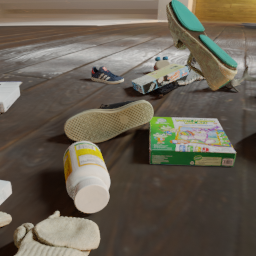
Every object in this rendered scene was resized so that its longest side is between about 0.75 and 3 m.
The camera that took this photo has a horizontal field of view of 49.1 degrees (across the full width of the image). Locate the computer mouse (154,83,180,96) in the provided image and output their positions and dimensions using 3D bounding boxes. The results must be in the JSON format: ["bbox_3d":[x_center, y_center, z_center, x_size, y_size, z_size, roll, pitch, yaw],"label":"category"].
[{"bbox_3d":[1.496,-1.581,11.556,0.929,0.354,1.342,-26,22,-11],"label":"computer mouse"}]

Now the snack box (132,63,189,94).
[{"bbox_3d":[1.349,-2.145,11.950,2.162,0.401,1.256,-24,24,-9],"label":"snack box"}]

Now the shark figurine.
[{"bbox_3d":[4.723,-1.955,12.218,2.393,1.430,0.998,-1,45,-43],"label":"shark figurine"}]

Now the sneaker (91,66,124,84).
[{"bbox_3d":[-1.005,-2.547,13.233,1.737,0.734,0.651,11,28,21],"label":"sneaker"}]

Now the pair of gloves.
[{"bbox_3d":[-1.721,1.504,3.989,2.598,0.455,2.209,5,-4,8],"label":"pair of gloves"}]

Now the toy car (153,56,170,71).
[{"bbox_3d":[1.690,-3.191,14.746,0.859,0.895,0.971,-8,-2,-15],"label":"toy car"}]

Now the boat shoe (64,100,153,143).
[{"bbox_3d":[-0.550,-0.224,8.131,2.596,0.969,0.808,-17,14,-13],"label":"boat shoe"}]

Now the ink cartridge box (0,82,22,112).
[{"bbox_3d":[-5.366,-1.187,10.638,2.194,0.446,2.198,-1,29,0],"label":"ink cartridge box"}]

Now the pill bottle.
[{"bbox_3d":[-0.848,0.976,5.746,0.871,0.871,1.544,-7,26,-14],"label":"pill bottle"}]

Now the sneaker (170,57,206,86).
[{"bbox_3d":[2.893,-3.017,13.128,2.881,1.664,1.081,-19,31,-35],"label":"sneaker"}]

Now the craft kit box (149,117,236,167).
[{"bbox_3d":[1.611,0.303,7.650,2.066,0.501,2.040,1,23,2],"label":"craft kit box"}]

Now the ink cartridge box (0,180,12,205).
[{"bbox_3d":[-3.127,1.451,5.384,1.098,0.324,1.371,7,25,13],"label":"ink cartridge box"}]

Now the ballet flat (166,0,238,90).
[{"bbox_3d":[1.576,-2.076,6.944,0.927,0.857,2.748,-5,55,-38],"label":"ballet flat"}]
